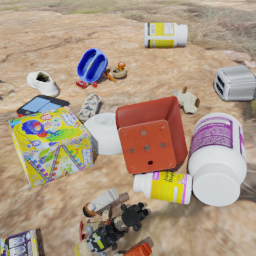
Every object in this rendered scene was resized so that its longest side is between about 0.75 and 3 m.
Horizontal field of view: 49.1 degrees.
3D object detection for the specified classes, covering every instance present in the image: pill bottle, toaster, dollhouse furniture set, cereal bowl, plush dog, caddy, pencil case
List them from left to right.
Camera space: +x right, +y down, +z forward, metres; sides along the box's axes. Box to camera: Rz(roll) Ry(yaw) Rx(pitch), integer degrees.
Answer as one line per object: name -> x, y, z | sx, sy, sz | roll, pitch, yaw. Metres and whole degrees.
pencil case -> -1.478, -0.808, 11.207 | 0.706, 0.614, 1.579 | -6, 32, 12
caddy -> -1.722, -3.006, 13.554 | 1.206, 1.705, 0.895 | 33, 12, 3
dollhouse furniture set -> -0.768, 2.283, 6.782 | 0.676, 0.511, 1.256 | -2, 16, -2
cereal bowl -> -0.675, 0.033, 9.770 | 1.989, 0.828, 1.989 | 1, 33, 0
pill bottle -> 0.921, 1.544, 7.507 | 1.488, 0.776, 0.776 | 6, 34, 10
pill bottle -> 2.428, -6.061, 18.334 | 2.727, 1.559, 1.559 | 1, 33, 2
plush dog -> 2.399, -1.216, 11.683 | 1.316, 1.056, 1.131 | 18, 14, 25
pill bottle -> 2.520, 0.827, 7.939 | 1.518, 1.518, 2.703 | 9, 35, 14
toaster -> 4.758, -1.941, 12.438 | 1.388, 1.221, 2.149 | -5, 38, -1

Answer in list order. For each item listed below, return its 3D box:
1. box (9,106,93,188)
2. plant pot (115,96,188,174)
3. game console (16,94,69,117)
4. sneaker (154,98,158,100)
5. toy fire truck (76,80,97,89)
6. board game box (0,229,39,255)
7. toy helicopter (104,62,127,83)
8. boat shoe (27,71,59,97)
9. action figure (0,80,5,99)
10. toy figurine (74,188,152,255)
box -> -2.401, 0.478, 8.719 | 1.949, 1.234, 2.024 | -18, 38, -26
plant pot -> 0.594, 0.288, 7.609 | 1.853, 1.855, 1.635 | -11, 11, 12
game console -> -3.515, -0.839, 11.588 | 1.563, 0.274, 1.767 | 12, 36, 18
sneaker -> 1.093, -0.790, 11.156 | 0.625, 0.659, 1.605 | 7, 33, 10
toy fire truck -> -2.019, -2.126, 13.573 | 0.660, 0.228, 0.935 | -27, 40, -36
board game box -> -2.368, 2.756, 6.146 | 0.764, 0.262, 0.924 | -10, 35, -19
toy helicopter -> -0.978, -2.846, 14.326 | 1.779, 0.702, 1.176 | 8, 44, 14
boat shoe -> -4.048, -2.282, 13.205 | 0.904, 0.885, 2.554 | -25, 41, -33
action figure -> -5.828, -1.488, 12.129 | 0.660, 1.294, 0.769 | 32, 0, -16
toy figurine -> -0.318, 2.152, 5.881 | 1.448, 1.023, 1.471 | 33, 32, -28
